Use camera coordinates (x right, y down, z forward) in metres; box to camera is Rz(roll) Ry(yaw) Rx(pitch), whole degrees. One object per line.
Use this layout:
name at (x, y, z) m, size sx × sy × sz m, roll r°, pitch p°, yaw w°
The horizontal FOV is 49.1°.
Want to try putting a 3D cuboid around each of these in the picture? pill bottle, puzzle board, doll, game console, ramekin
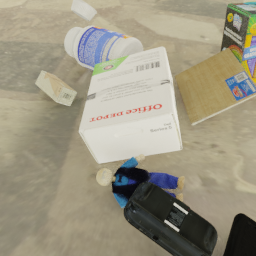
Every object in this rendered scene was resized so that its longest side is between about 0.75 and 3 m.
pill bottle at (-0.894, -2.609, 9.466) m, size 2.582 × 1.447 × 1.447 m, roll 27°, pitch 49°, yaw 29°
puzzle board at (2.487, -1.278, 8.277) m, size 1.912 × 0.221 × 2.537 m, roll -26°, pitch 38°, yaw 17°
doll at (0.240, 1.151, 5.941) m, size 1.831 × 0.444 × 1.249 m, roll 9°, pitch 72°, yaw 1°
game console at (1.313, 1.878, 4.667) m, size 2.890 × 0.348 × 1.705 m, roll 35°, pitch 48°, yaw 6°
ramekin at (-1.640, -4.303, 10.232) m, size 0.937 × 0.436 × 0.937 m, roll 29°, pitch 9°, yaw -5°

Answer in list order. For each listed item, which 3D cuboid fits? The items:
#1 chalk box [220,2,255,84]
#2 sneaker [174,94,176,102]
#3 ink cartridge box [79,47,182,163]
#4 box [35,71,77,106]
chalk box at (4.096, -2.954, 8.703) m, size 1.734 × 2.797 × 1.746 m, roll -4°, pitch 35°, yaw -3°
sneaker at (1.069, -1.135, 8.647) m, size 0.638 × 0.546 × 1.556 m, roll -19°, pitch 50°, yaw 12°
ink cartridge box at (0.128, -0.669, 7.203) m, size 2.117 × 1.222 × 2.910 m, roll -11°, pitch 41°, yaw 13°
box at (-2.190, -1.209, 8.483) m, size 1.268 × 0.493 × 0.602 m, roll 37°, pitch 13°, yaw 33°
